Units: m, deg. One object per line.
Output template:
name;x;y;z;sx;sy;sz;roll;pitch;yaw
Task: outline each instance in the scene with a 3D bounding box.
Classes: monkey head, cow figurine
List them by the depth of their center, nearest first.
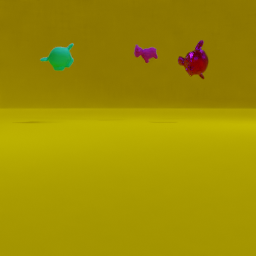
monkey head;2.593;-2.631;11.057;0.952;1.580;1.136;-20;31;-17
monkey head;-2.707;-2.824;11.087;1.425;0.859;1.025;-27;40;-3
cow figurine;0.798;-3.458;12.772;1.015;0.557;0.999;-22;-41;9
